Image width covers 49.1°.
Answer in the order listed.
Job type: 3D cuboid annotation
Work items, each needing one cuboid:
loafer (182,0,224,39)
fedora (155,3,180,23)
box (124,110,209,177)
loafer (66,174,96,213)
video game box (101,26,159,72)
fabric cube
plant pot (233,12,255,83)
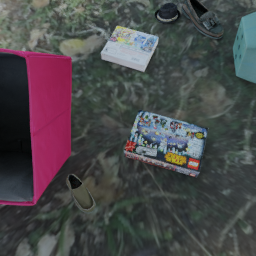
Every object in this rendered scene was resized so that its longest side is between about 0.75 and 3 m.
[{"bbox_3d":[2.327,-3.515,8.785,0.642,0.562,1.788,-30,65,-16],"label":"loafer"},{"bbox_3d":[1.288,-3.768,9.031,0.855,0.391,0.855,0,60,0],"label":"fedora"},{"bbox_3d":[0.921,0.336,6.703,1.776,0.354,1.216,15,61,8],"label":"box"},{"bbox_3d":[-1.065,1.406,6.093,0.379,0.351,1.007,-35,66,-18],"label":"loafer"},{"bbox_3d":[0.063,-2.366,8.275,1.356,0.317,1.235,20,64,11],"label":"video game box"},{"bbox_3d":[-2.490,-0.255,5.293,2.382,2.420,2.428,3,104,3],"label":"fabric cube"},{"bbox_3d":[4.223,-2.147,7.374,2.535,1.791,1.792,3,60,8],"label":"plant pot"}]
